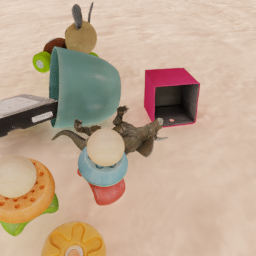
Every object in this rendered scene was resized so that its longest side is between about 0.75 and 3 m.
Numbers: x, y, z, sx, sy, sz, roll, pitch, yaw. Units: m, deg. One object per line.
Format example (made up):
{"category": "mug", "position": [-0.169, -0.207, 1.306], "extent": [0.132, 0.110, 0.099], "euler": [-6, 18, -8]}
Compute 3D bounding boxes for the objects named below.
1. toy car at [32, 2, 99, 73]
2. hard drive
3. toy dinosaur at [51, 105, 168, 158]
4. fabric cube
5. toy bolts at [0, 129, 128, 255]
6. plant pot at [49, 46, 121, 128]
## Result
{"category": "toy car", "position": [-2.127, -3.526, 11.014], "extent": [2.258, 2.862, 2.351], "euler": [28, 35, 6]}
{"category": "hard drive", "position": [-3.404, -0.442, 8.087], "extent": [1.974, 0.534, 2.825], "euler": [-23, 22, -32]}
{"category": "toy dinosaur", "position": [-0.462, 0.353, 6.930], "extent": [2.930, 1.498, 1.128], "euler": [-16, 42, 4]}
{"category": "fabric cube", "position": [1.310, -0.998, 8.861], "extent": [1.387, 1.414, 1.409], "euler": [-6, 31, -8]}
{"category": "toy bolts", "position": [-0.838, 1.105, 4.625], "extent": [2.384, 1.654, 2.278], "euler": [-32, 65, -28]}
{"category": "plant pot", "position": [-1.294, -1.145, 8.416], "extent": [1.873, 2.333, 2.333], "euler": [1, 31, -22]}
